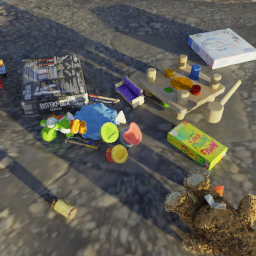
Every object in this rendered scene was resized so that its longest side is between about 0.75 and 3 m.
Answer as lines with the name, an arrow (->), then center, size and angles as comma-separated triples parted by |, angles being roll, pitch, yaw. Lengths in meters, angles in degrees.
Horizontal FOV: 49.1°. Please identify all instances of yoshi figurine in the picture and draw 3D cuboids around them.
yoshi figurine -> -1.834, 0.071, 7.571 | 1.330, 0.747, 0.745 | 1, 37, 26

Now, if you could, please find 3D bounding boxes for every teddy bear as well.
teddy bear -> 1.855, 1.942, 5.721 | 2.396, 0.800, 1.737 | 25, 57, 26

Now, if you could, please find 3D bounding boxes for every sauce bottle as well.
sauce bottle -> -1.547, 1.728, 6.291 | 0.844, 0.279, 0.279 | 26, 51, 20

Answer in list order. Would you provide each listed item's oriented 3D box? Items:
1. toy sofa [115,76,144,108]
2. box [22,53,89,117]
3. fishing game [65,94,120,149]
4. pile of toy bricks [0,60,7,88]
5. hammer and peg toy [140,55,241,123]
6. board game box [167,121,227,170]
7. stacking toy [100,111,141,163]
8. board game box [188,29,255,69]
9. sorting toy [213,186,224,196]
toy sofa -> 0.038, -1.165, 8.979 | 0.438, 0.516, 1.058 | -30, 52, -17
box -> -2.433, -1.495, 9.251 | 1.942, 0.613, 2.462 | -10, 46, -10
fishing game -> -0.934, -0.193, 8.218 | 1.375, 0.298, 1.920 | 10, 54, 10
pile of toy bricks -> -5.226, -2.473, 9.684 | 1.553, 1.382, 2.799 | -16, 47, -15
hammer and peg toy -> 1.986, -1.124, 8.650 | 2.049, 0.983, 2.786 | -29, 52, -28
board game box -> 1.830, 0.430, 7.538 | 0.719, 0.337, 1.416 | -34, 54, -29
stacking toy -> -0.292, 0.242, 7.330 | 1.176, 1.064, 0.497 | -44, 16, -35
board game box -> 3.692, -3.183, 11.064 | 1.947, 0.422, 1.937 | -14, 47, -14
sorting toy -> 1.710, 1.584, 6.493 | 1.091, 0.378, 0.376 | -6, 75, -2
